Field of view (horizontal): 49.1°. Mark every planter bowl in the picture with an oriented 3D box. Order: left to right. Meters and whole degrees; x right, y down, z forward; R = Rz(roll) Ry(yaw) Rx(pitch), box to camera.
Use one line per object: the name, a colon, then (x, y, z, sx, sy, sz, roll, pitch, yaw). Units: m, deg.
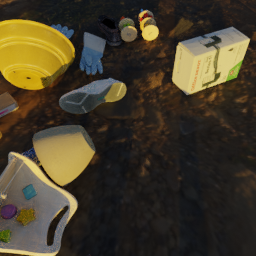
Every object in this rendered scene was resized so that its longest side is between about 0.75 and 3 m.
planter bowl: (-3.351, -2.159, 9.569, 2.990, 2.990, 1.245, -1, 69, -1)

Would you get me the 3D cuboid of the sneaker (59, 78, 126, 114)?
sneaker: (-1.285, -1.164, 9.847, 2.360, 0.830, 0.946, -18, 34, -19)

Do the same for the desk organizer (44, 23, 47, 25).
desk organizer: (-3.643, -3.397, 11.678, 0.927, 0.863, 2.407, -12, 49, -15)

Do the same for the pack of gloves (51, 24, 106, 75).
pack of gloves: (-2.205, -3.139, 11.594, 2.444, 0.574, 2.909, 17, 44, -18)

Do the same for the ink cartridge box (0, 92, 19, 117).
ink cartridge box: (-4.374, -0.787, 9.704, 0.878, 0.330, 0.723, -33, 57, -26)

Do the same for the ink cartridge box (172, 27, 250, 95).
ink cartridge box: (2.966, -2.439, 10.247, 2.406, 1.764, 0.999, -21, 52, -16)

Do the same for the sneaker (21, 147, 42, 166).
sneaker: (-2.747, 0.859, 8.070, 0.535, 0.545, 1.414, 15, 48, 16)

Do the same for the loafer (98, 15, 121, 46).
loafer: (-0.846, -4.752, 12.994, 0.888, 0.778, 2.470, -13, 49, -12)

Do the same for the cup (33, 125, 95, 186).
cup: (-1.552, 0.560, 7.422, 1.142, 1.597, 1.597, -29, 51, 2)

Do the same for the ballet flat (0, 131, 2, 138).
ballet flat: (-4.990, 0.060, 8.800, 2.184, 0.741, 0.790, -5, 29, 0)

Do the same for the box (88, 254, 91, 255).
box: (-0.800, 3.251, 6.064, 0.420, 0.314, 0.839, -26, 54, -21)

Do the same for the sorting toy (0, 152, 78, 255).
sorting toy: (-2.404, 2.047, 6.680, 2.092, 1.241, 2.324, 17, 48, 5)

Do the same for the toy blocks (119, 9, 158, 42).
toy blocks: (0.407, -4.983, 13.222, 1.750, 0.763, 2.100, -4, 48, -4)
